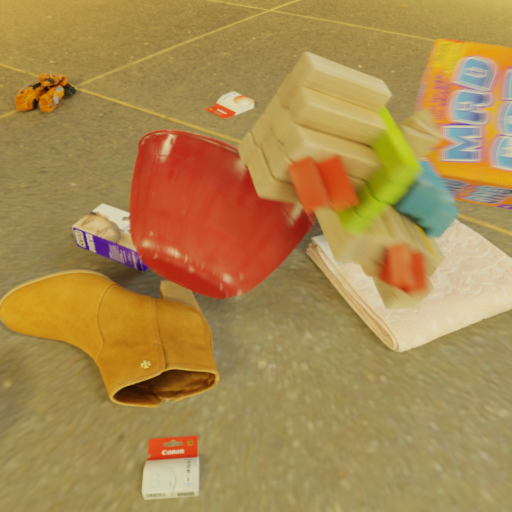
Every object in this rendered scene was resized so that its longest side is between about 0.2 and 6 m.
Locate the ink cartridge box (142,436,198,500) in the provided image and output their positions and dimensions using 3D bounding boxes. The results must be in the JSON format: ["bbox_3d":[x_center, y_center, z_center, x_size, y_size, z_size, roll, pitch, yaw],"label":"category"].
[{"bbox_3d":[-1.025,2.520,6.802,0.645,0.190,0.805,-3,41,-4],"label":"ink cartridge box"}]

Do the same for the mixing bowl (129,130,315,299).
[{"bbox_3d":[-0.607,-0.291,6.637,2.322,2.322,1.258,18,73,21],"label":"mixing bowl"}]

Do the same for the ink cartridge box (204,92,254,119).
[{"bbox_3d":[-0.715,-3.981,14.746,1.040,0.261,0.844,-28,46,-34],"label":"ink cartridge box"}]

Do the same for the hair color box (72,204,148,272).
[{"bbox_3d":[-2.421,-0.351,10.095,1.554,0.504,0.849,18,43,23],"label":"hair color box"}]

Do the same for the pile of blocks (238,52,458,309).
[{"bbox_3d":[1.442,-0.396,5.755,1.596,3.888,1.208,-32,54,20],"label":"pile of blocks"}]

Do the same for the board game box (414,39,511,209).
[{"bbox_3d":[3.013,-1.694,7.619,1.683,1.682,1.684,12,0,10],"label":"board game box"}]

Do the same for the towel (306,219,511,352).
[{"bbox_3d":[2.752,0.169,9.477,2.941,0.474,2.809,-17,42,-19],"label":"towel"}]

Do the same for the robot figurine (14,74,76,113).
[{"bbox_3d":[-5.646,-4.406,15.036,1.332,0.535,1.837,4,39,2],"label":"robot figurine"}]

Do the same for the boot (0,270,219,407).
[{"bbox_3d":[-2.085,1.163,7.697,2.989,1.052,2.140,-2,32,-13],"label":"boot"}]
